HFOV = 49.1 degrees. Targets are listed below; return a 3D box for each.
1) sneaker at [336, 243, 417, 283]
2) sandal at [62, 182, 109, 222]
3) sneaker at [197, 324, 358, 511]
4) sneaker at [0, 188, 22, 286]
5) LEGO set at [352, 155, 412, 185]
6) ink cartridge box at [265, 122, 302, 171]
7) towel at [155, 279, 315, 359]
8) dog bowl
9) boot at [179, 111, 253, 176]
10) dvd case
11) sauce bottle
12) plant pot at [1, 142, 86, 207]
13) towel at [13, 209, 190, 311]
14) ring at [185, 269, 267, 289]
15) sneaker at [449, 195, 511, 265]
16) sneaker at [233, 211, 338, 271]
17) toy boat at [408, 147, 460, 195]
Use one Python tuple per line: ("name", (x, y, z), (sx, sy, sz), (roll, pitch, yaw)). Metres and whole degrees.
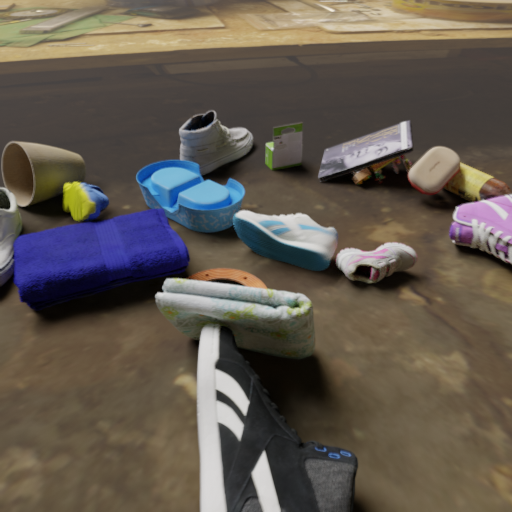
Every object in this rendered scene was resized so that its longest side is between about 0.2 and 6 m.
("sneaker", (2.167, 0.197, 9.938), (1.427, 0.580, 0.629), (-9, 36, 2))
("sandal", (-3.396, -1.135, 11.405), (0.844, 0.770, 1.938), (1, 14, -27))
("sneaker", (0.220, 2.169, 6.643), (1.811, 1.183, 3.237), (-1, 42, -7))
("sneaker", (-4.974, -0.363, 10.348), (0.977, 0.948, 2.677), (-8, 35, -11))
("LEGO set", (3.177, -2.168, 13.405), (0.994, 0.804, 2.160), (-8, 30, 42))
("ink cartridge box", (0.683, -2.727, 13.640), (0.829, 1.121, 0.425), (-14, 37, -20))
("towel", (-0.219, 0.916, 7.841), (2.078, 1.779, 0.500), (6, 68, 11))
("dog bowl", (-1.407, -1.277, 11.954), (2.630, 0.652, 1.466), (27, 43, 34))
("boot", (-0.933, -3.012, 13.941), (0.957, 1.244, 2.603), (19, 39, 25))
("dvd case", (2.609, -2.518, 13.378), (2.215, 0.177, 1.647), (-15, 29, 23))
("sauce bottle", (4.934, -1.406, 12.103), (0.700, 0.700, 2.120), (-20, 38, -26))
("plant pot", (-4.591, -1.859, 12.406), (1.374, 1.374, 1.467), (27, 27, 34))
("towel", (-2.802, 0.013, 10.131), (2.893, 0.717, 2.136), (-12, 30, -17))
("ring", (-0.604, 0.747, 9.452), (1.656, 0.159, 1.656), (1, 35, 0))
("sneaker", (4.454, -0.200, 10.250), (1.580, 1.004, 2.771), (-6, 27, 3))
("sneaker", (0.529, -0.408, 10.496), (2.017, 0.772, 0.815), (21, 54, 13))
("toy boat", (3.925, -1.799, 12.353), (1.205, 0.787, 0.786), (-44, 67, -8))
